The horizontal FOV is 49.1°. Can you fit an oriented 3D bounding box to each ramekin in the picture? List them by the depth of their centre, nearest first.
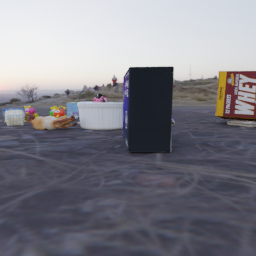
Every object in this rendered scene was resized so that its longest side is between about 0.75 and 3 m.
[{"bbox_3d":[-0.895,-0.478,10.383,1.942,0.947,1.942,1,6,0],"label":"ramekin"}]

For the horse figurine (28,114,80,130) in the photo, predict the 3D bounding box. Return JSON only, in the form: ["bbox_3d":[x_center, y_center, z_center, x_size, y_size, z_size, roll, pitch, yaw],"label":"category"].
[{"bbox_3d":[-2.679,-0.228,9.962,2.143,0.535,1.420,1,6,9],"label":"horse figurine"}]

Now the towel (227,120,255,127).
[{"bbox_3d":[4.730,-0.196,11.209,0.865,0.225,1.305,-2,5,-26],"label":"towel"}]

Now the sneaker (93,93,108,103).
[{"bbox_3d":[-1.534,-1.022,13.799,1.131,1.366,2.864,2,6,6],"label":"sneaker"}]

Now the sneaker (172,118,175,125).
[{"bbox_3d":[1.476,-0.651,11.091,0.502,1.204,0.485,-38,-2,-31],"label":"sneaker"}]

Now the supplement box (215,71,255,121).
[{"bbox_3d":[5.293,-1.237,11.700,2.705,1.821,2.743,5,2,26],"label":"supplement box"}]

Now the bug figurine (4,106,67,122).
[{"bbox_3d":[-4.250,-0.694,13.512,2.978,0.766,2.310,-1,6,-7],"label":"bug figurine"}]

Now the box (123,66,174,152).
[{"bbox_3d":[0.358,-0.453,6.452,0.932,1.668,2.364,-2,5,-3],"label":"box"}]

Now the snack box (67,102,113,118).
[{"bbox_3d":[-2.224,-1.163,17.244,2.364,0.948,2.803,0,7,6],"label":"snack box"}]

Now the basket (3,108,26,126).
[{"bbox_3d":[-4.624,-0.499,11.392,0.873,0.688,0.990,-2,37,-22],"label":"basket"}]
